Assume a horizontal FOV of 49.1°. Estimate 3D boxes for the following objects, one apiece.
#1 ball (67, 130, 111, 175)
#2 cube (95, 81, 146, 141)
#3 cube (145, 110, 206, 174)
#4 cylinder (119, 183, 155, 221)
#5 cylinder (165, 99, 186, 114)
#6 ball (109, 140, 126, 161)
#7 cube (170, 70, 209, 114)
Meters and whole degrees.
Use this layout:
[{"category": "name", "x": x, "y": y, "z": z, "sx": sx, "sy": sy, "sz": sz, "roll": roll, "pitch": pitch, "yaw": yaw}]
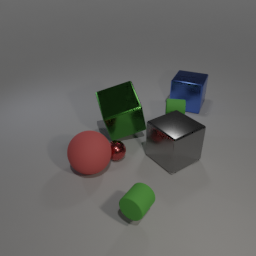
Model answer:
[{"category": "ball", "x": -1.230, "y": 0.779, "z": 8.951, "sx": 1.400, "sy": 1.400, "sz": 1.400, "roll": 0, "pitch": 33, "yaw": 0}, {"category": "cube", "x": -0.249, "y": -0.625, "z": 10.400, "sx": 1.400, "sy": 1.400, "sz": 1.400, "roll": -19, "pitch": 54, "yaw": -1}, {"category": "cube", "x": 1.570, "y": 0.436, "z": 9.518, "sx": 1.400, "sy": 1.400, "sz": 1.400, "roll": -21, "pitch": 38, "yaw": -29}, {"category": "cylinder", "x": 0.241, "y": 1.875, "z": 7.168, "sx": 0.700, "sy": 0.700, "sz": 0.700, "roll": 19, "pitch": 34, "yaw": 27}, {"category": "cylinder", "x": 1.785, "y": -0.740, "z": 10.585, "sx": 0.700, "sy": 0.700, "sz": 0.700, "roll": 5, "pitch": 33, "yaw": 5}, {"category": "ball", "x": -0.413, "y": 0.768, "z": 9.638, "sx": 0.700, "sy": 0.700, "sz": 0.700, "roll": 0, "pitch": 33, "yaw": 0}, {"category": "cube", "x": 2.774, "y": -1.681, "z": 12.827, "sx": 1.400, "sy": 1.400, "sz": 1.400, "roll": 13, "pitch": 35, "yaw": 19}]
